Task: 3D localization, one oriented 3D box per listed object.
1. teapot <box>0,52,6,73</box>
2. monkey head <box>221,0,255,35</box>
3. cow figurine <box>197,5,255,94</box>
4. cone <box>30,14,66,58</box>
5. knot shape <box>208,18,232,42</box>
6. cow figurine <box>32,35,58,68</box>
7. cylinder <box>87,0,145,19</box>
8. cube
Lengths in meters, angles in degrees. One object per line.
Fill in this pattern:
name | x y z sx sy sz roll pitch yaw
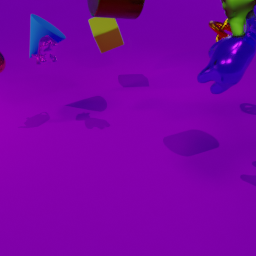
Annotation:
teapot | -3.919 -1.823 7.878 0.630 0.801 1.288 -14 57 38
monkey head | 2.362 -2.337 5.465 0.895 1.069 1.486 -15 -5 26
cow figurine | 2.080 -1.426 5.090 0.833 1.493 1.517 36 67 -12
cone | -2.736 -2.638 8.637 1.173 1.177 1.173 35 17 -12
knot shape | 2.964 -2.852 8.213 1.052 0.519 1.124 -36 88 -13
cow figurine | -2.293 -2.098 7.749 0.565 1.029 1.012 -7 38 -30
cylinder | -0.270 -2.875 5.976 1.000 1.000 1.000 -6 33 -22
cube | -0.802 -3.564 10.440 0.935 0.935 0.935 -21 63 4
